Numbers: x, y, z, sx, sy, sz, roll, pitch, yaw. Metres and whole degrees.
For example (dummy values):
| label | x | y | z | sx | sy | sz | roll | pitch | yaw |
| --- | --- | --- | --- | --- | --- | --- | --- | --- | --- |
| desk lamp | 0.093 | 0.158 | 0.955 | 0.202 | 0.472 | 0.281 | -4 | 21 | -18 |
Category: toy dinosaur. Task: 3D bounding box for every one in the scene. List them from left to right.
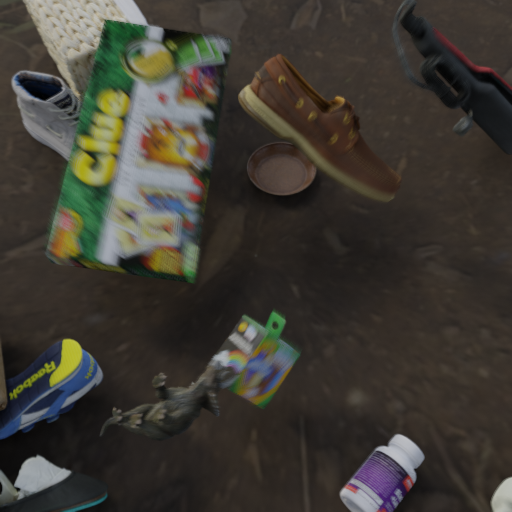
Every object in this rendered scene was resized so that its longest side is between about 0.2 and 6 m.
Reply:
| label | x | y | z | sx | sy | sz | roll | pitch | yaw |
| --- | --- | --- | --- | --- | --- | --- | --- | --- | --- |
| toy dinosaur | -1.018 | 1.796 | 6.232 | 1.674 | 0.856 | 0.644 | -38 | 44 | 13 |

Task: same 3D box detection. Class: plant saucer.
| label | x | y | z | sx | sy | sz | roll | pitch | yaw |
| --- | --- | --- | --- | --- | --- | --- | --- | --- | --- |
| plant saucer | 0.430 | -1.437 | 9.534 | 1.164 | 0.213 | 1.164 | 0 | 57 | 0 |

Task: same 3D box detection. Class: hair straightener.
| label | x | y | z | sx | sy | sz | roll | pitch | yaw |
| --- | --- | --- | --- | --- | --- | --- | --- | --- | --- |
| hair straightener | 3.326 | -2.622 | 8.759 | 3.561 | 0.729 | 1.370 | 32 | 54 | -32 |

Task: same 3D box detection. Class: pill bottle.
| label | x | y | z | sx | sy | sz | roll | pitch | yaw |
| --- | --- | --- | --- | --- | --- | --- | --- | --- | --- |
| pill bottle | 1.544 | 2.683 | 6.741 | 0.574 | 0.574 | 1.030 | 39 | 66 | 21 |

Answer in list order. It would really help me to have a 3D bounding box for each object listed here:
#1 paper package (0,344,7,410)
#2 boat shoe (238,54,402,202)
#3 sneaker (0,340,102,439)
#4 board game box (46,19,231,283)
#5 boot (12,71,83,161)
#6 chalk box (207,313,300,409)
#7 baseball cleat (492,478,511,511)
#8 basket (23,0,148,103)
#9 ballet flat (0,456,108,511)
| label | x | y | z | sx | sy | sz | roll | pitch | yaw |
| --- | --- | --- | --- | --- | --- | --- | --- | --- | --- |
| paper package | -4.283 | 1.279 | 7.015 | 1.924 | 1.044 | 2.019 | -27 | 61 | 10 |
| boat shoe | 1.059 | -1.776 | 7.958 | 2.700 | 0.912 | 0.972 | 35 | 26 | -8 |
| sneaker | -2.820 | 1.857 | 7.200 | 1.895 | 0.779 | 0.701 | -32 | 53 | 6 |
| board game box | -1.630 | -1.648 | 8.316 | 2.048 | 0.459 | 3.910 | 7 | 73 | 0 |
| boot | -3.115 | -2.230 | 9.453 | 2.467 | 1.179 | 0.907 | 27 | 62 | 16 |
| chalk box | 0.033 | 1.212 | 6.947 | 1.044 | 0.647 | 0.651 | -54 | 32 | -5 |
| baseball cleat | 4.122 | 3.600 | 5.848 | 1.764 | 1.156 | 3.315 | -26 | 65 | -22 |
| basket | -2.974 | -3.966 | 10.211 | 1.575 | 1.730 | 2.553 | -28 | 66 | -11 |
| ballet flat | -2.804 | 2.799 | 6.526 | 2.041 | 0.694 | 0.698 | -14 | 89 | -10 |
